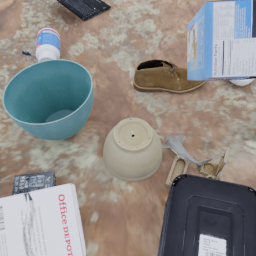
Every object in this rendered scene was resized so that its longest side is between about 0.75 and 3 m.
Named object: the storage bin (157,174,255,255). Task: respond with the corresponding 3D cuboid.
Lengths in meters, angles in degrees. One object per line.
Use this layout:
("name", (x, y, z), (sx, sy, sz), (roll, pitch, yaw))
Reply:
("storage bin", (1.640, 2.628, 5.868), (1.936, 1.342, 2.863), (11, 56, 7))

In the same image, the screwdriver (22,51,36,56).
("screwdriver", (-3.512, -2.688, 10.303), (0.903, 0.126, 0.131), (19, 29, 16))

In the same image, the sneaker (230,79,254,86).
("sneaker", (4.303, -2.646, 9.589), (1.073, 1.261, 2.851), (33, 62, 19))

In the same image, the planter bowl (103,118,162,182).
("planter bowl", (0.123, 0.442, 7.523), (1.687, 1.135, 1.687), (0, 55, 1))

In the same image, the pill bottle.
("pill bottle", (-2.837, -2.785, 9.950), (0.828, 0.828, 1.475), (-7, 54, -5))

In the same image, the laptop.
("laptop", (-2.221, -5.488, 11.622), (2.287, 1.181, 2.026), (-35, 63, -22))

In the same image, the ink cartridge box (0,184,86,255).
("ink cartridge box", (-2.146, 2.240, 6.068), (2.260, 0.952, 1.634), (-11, 80, -7))

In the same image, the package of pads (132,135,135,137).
("package of pads", (0.279, 0.538, 7.924), (0.928, 0.351, 0.559), (29, 60, 19))

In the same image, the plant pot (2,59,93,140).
("plant pot", (-2.022, -0.560, 7.894), (2.346, 1.580, 2.346), (-3, 53, 4))

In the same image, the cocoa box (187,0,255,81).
("cocoa box", (2.392, -1.974, 6.795), (1.594, 2.430, 1.620), (-2, 99, 3))

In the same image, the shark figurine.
("shark figurine", (1.528, 0.535, 7.592), (1.418, 0.592, 0.847), (40, 20, 29))

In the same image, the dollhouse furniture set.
("dollhouse furniture set", (1.756, 1.025, 7.189), (1.228, 1.001, 1.168), (19, 57, 13))

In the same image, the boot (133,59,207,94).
("boot", (1.443, -1.737, 9.164), (2.507, 0.946, 0.923), (-4, 53, -4))

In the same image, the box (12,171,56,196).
("box", (-2.385, 1.775, 7.076), (1.023, 0.331, 1.297), (-6, 55, -3))
